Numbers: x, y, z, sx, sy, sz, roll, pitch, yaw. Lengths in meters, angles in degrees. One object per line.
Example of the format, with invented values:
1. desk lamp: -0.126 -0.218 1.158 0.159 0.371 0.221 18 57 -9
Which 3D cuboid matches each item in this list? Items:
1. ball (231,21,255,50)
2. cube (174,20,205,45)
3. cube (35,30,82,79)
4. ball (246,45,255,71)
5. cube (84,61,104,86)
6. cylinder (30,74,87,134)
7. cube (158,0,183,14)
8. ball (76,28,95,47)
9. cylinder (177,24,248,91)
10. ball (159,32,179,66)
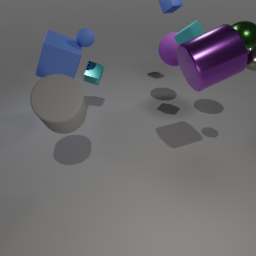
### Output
1. ball: 4.090 -3.089 10.043 1.400 1.400 1.400 0 32 0
2. cube: 2.134 -3.093 9.544 0.700 0.700 0.700 -21 20 49
3. cube: -2.666 -2.728 10.903 1.400 1.400 1.400 15 33 -19
4. ball: 3.596 -1.965 7.895 0.700 0.700 0.700 0 32 0
5. cube: -1.486 -2.369 12.156 0.700 0.700 0.700 17 75 -6
6. cylinder: -1.950 -0.655 8.132 1.400 1.400 1.400 1 76 -4
7. cube: 1.926 -5.673 12.631 0.700 0.700 0.700 -23 3 -37
8. ball: -1.614 -3.452 10.697 0.700 0.700 0.700 0 32 0
9. cylinder: 2.285 -1.924 7.757 1.400 1.400 1.400 -25 35 -1
10. ball: 2.011 -3.364 11.997 1.400 1.400 1.400 0 32 0
